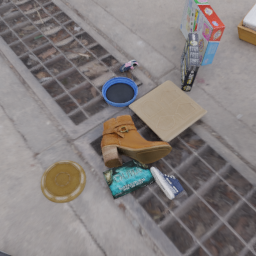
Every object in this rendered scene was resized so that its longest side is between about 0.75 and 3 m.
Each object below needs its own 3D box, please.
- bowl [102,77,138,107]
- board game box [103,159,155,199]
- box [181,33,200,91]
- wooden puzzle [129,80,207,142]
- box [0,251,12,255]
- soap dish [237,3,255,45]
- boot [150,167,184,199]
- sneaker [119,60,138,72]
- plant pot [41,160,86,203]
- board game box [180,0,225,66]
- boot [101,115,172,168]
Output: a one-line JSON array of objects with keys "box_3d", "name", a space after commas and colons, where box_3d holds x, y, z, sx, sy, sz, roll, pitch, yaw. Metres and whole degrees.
[{"box_3d": [-0.304, -1.381, 10.774, 1.359, 0.267, 1.359, -1, 57, 1], "name": "bowl"}, {"box_3d": [0.019, 1.563, 8.973, 1.426, 0.201, 0.965, -21, 60, -13], "name": "board game box"}, {"box_3d": [2.368, -2.535, 10.832, 0.434, 1.424, 1.767, 6, 57, 2], "name": "box"}, {"box_3d": [1.425, -0.609, 10.192, 1.997, 0.499, 2.157, -34, 59, -19], "name": "wooden puzzle"}, {"box_3d": [-3.874, 4.220, 6.984, 2.977, 0.719, 2.357, 17, 59, 11], "name": "box"}, {"box_3d": [6.247, -4.294, 12.180, 2.504, 1.017, 1.970, 31, 63, 18], "name": "soap dish"}, {"box_3d": [1.219, 1.638, 8.834, 0.523, 0.421, 1.157, -28, 71, -20], "name": "boot"}, {"box_3d": [0.039, -2.496, 11.426, 0.809, 0.284, 0.332, -34, 53, -8], "name": "sneaker"}, {"box_3d": [-2.069, 1.652, 8.922, 1.461, 0.201, 1.461, 0, 57, -1], "name": "plant pot"}, {"box_3d": [2.964, -4.146, 11.576, 0.502, 1.906, 2.491, -13, 59, -10], "name": "board game box"}, {"box_3d": [0.204, 0.327, 9.357, 2.271, 0.871, 1.763, -14, 50, 10], "name": "boot"}]
